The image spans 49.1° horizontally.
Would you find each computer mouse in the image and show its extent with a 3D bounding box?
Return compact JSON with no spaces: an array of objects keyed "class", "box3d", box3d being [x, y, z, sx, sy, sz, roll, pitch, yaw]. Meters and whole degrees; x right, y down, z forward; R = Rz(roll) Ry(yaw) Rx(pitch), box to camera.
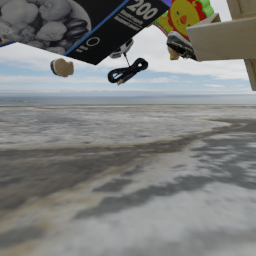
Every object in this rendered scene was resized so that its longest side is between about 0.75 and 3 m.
[{"class":"computer mouse","box3d":[-0.353,-2.899,9.134,1.639,2.989,0.656,-34,41,-15]}]

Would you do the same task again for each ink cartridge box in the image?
[{"class":"ink cartridge box","box3d":[-0.531,-2.205,4.409,2.820,0.612,2.794,-32,-19,30]}]

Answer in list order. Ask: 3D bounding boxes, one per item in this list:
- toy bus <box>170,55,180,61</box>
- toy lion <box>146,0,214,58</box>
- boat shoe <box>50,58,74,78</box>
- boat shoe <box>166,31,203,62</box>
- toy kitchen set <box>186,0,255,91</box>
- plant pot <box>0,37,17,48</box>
[{"class":"toy bus","box3d":[1.943,-3.369,11.564,0.380,1.167,0.457,1,-24,24]},{"class":"toy lion","box3d":[1.505,-3.433,8.509,0.793,2.309,2.213,-37,-11,-22]},{"class":"boat shoe","box3d":[-2.524,-2.208,10.365,0.632,0.701,1.950,-4,13,7]},{"class":"boat shoe","box3d":[1.740,-2.338,8.535,1.449,0.461,0.512,27,-19,-22]},{"class":"toy kitchen set","box3d":[3.396,-2.937,7.481,2.446,2.998,2.704,9,53,45]},{"class":"plant pot","box3d":[-3.466,-3.263,8.184,1.512,1.512,1.359,-20,33,-6]}]
